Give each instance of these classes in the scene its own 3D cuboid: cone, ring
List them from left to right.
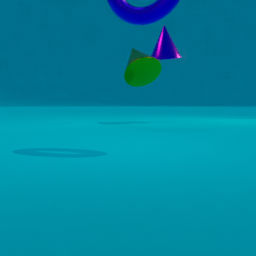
[{"bbox_3d":[0.405,-2.903,11.940,1.619,1.625,1.619,-13,-34,-9],"label":"cone"},{"bbox_3d":[0.271,-2.516,4.732,1.499,1.499,0.300,2,8,25],"label":"ring"},{"bbox_3d":[1.560,-3.654,11.891,1.363,1.368,1.363,-4,17,1],"label":"cone"}]
